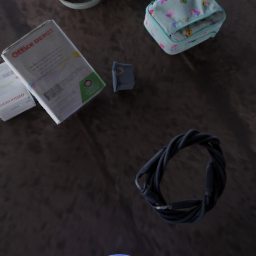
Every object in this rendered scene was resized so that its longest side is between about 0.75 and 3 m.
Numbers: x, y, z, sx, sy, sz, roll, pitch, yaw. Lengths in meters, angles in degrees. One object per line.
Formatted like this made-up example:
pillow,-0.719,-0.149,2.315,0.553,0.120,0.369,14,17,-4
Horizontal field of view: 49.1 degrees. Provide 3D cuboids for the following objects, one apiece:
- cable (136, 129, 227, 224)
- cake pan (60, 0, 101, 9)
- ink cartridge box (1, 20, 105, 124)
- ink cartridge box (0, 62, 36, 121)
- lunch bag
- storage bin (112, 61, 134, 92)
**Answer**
cable,1.485,1.157,6.722,2.351,0.597,1.918,-42,91,-7
cake pan,-1.579,-4.702,9.308,1.882,0.345,1.882,0,69,0
ink cartridge box,-1.929,-1.437,7.418,1.591,0.958,2.190,-41,98,-13
ink cartridge box,-3.371,-1.035,7.823,1.001,0.586,1.385,-29,71,-10
lunch bag,1.773,-3.329,8.534,2.211,0.852,1.773,-30,73,-11
storage bin,-0.126,-1.495,8.044,0.549,0.595,0.817,-3,69,-12
